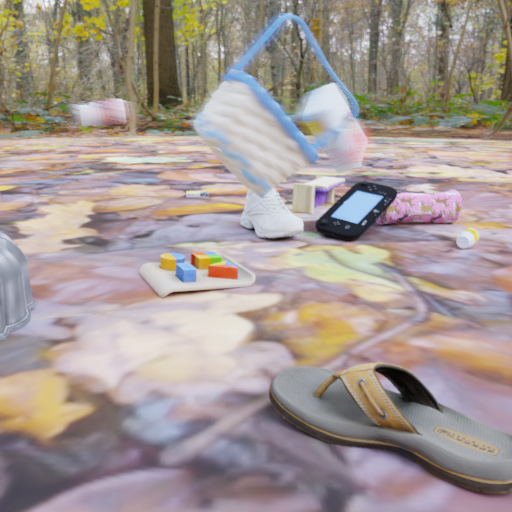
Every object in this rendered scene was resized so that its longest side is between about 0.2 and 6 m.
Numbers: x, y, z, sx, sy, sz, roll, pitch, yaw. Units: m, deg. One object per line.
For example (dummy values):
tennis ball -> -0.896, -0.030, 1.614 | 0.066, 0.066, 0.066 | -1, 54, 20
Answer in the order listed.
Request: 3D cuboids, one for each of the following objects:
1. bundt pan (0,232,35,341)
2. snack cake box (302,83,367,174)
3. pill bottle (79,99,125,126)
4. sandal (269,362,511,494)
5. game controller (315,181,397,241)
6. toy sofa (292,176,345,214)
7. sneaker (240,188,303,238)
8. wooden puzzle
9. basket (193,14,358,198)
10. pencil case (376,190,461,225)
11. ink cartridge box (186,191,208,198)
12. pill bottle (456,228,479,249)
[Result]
bundt pan -> -4.849, 0.219, 8.090 | 3.179, 1.193, 3.179 | 10, 16, -3
snack cake box -> 1.700, -2.678, 11.870 | 0.549, 1.634, 0.940 | -13, 42, 36
pill bottle -> -2.512, -2.331, 9.156 | 0.686, 0.392, 0.392 | -12, 19, -17
sandal -> 1.332, 1.464, 5.457 | 2.600, 0.710, 1.063 | 13, 20, 38
game controller -> 2.506, -1.138, 13.844 | 1.232, 0.497, 2.361 | 11, 42, 40
toy sofa -> 1.920, -1.858, 16.964 | 1.010, 0.857, 2.071 | 10, 19, 23
sneaker -> 0.305, -1.149, 13.745 | 0.966, 1.232, 2.480 | -9, 18, -29
wooden puzzle -> -1.116, 0.245, 10.339 | 1.764, 0.408, 1.634 | -7, 18, -24
basket -> 0.328, -2.690, 10.382 | 2.707, 2.387, 1.883 | -39, 30, 7
pencil case -> 4.261, -1.288, 14.865 | 2.224, 0.921, 0.962 | -2, -27, -6
ink cartridge box -> -2.020, -2.137, 19.232 | 0.746, 0.177, 0.755 | -2, 18, -6
pill bottle -> 4.734, -0.377, 12.581 | 0.386, 0.386, 0.685 | 11, 19, 33
